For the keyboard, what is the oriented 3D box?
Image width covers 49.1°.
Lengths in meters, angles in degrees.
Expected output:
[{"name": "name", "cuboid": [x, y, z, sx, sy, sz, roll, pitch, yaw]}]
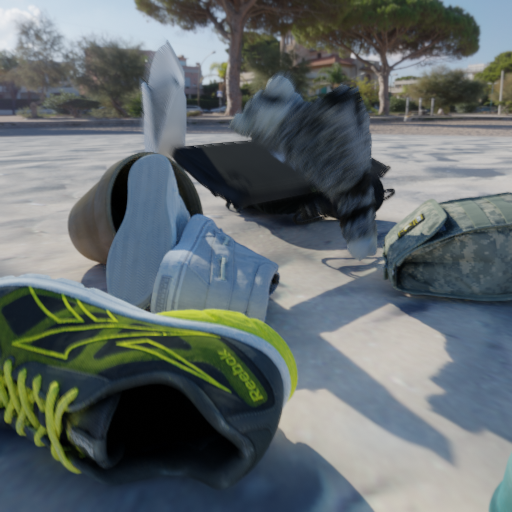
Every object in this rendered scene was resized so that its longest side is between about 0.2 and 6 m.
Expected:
[{"name": "keyboard", "cuboid": [0.749, -1.308, 10.230, 2.391, 0.910, 4.594, 37, 35, 30]}]

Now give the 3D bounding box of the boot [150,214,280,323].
[{"name": "boot", "cuboid": [-0.378, 0.236, 7.144, 1.345, 1.035, 2.815, 13, 18, -1]}]

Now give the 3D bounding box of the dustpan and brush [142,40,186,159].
[{"name": "dustpan and brush", "cuboid": [-1.801, -2.077, 10.100, 0.861, 3.008, 2.099, -7, 38, -14]}]

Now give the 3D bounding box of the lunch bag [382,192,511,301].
[{"name": "lunch bag", "cuboid": [2.740, -0.130, 7.692, 2.050, 1.206, 1.682, -7, 15, 12]}]

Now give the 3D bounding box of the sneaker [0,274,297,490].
[{"name": "sneaker", "cuboid": [-1.279, 0.872, 4.016, 3.127, 1.165, 1.323, 2, 15, 6]}]

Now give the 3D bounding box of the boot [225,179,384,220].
[{"name": "boot", "cuboid": [0.938, -1.516, 13.016, 3.265, 1.208, 2.676, -3, 10, -16]}]

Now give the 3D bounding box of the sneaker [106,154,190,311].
[{"name": "sneaker", "cuboid": [-1.319, -0.077, 7.691, 0.869, 1.364, 2.360, -3, 57, 11]}]

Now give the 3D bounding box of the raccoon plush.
[{"name": "raccoon plush", "cuboid": [0.629, -1.252, 8.039, 1.836, 2.740, 1.326, -6, -7, 26]}]

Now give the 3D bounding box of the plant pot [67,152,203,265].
[{"name": "plant pot", "cuboid": [-1.994, -0.522, 8.557, 1.584, 1.825, 1.825, -9, 7, 37]}]

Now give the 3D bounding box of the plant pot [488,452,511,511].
[{"name": "plant pot", "cuboid": [2.106, 1.017, 3.066, 1.421, 1.392, 1.421, 0, 16, 0]}]
